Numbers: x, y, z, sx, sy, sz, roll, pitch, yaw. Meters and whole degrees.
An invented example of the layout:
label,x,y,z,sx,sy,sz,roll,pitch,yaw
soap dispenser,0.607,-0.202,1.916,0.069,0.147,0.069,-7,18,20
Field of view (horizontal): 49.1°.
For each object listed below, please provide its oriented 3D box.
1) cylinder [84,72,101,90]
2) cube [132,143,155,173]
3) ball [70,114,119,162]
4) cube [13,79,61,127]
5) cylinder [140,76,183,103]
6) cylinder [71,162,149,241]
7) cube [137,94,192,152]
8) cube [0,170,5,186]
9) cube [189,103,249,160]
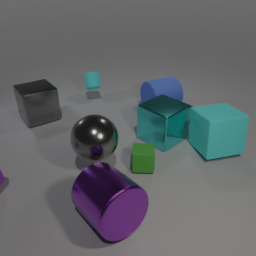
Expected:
label,x,y,z,sx,sy,sz,roll,pitch,yaw
cylinder,-1.656,-2.199,13.103,0.700,0.700,0.700,-9,-1,0
cube,0.490,0.951,8.914,0.700,0.700,0.700,1,28,3
ball,-0.975,0.298,8.198,1.400,1.400,1.400,0,31,0
cube,-3.762,-1.072,11.657,1.400,1.400,1.400,-19,34,-29
cylinder,1.465,-1.470,12.345,1.400,1.400,1.400,-15,34,-23
cylinder,-0.454,1.737,6.827,1.400,1.400,1.400,-21,31,-31
cube,1.296,-0.230,10.298,1.400,1.400,1.400,-26,40,-36
cube,-4.007,1.406,7.778,0.700,0.700,0.700,6,39,15
cube,3.054,0.070,9.627,1.400,1.400,1.400,-8,25,-12
